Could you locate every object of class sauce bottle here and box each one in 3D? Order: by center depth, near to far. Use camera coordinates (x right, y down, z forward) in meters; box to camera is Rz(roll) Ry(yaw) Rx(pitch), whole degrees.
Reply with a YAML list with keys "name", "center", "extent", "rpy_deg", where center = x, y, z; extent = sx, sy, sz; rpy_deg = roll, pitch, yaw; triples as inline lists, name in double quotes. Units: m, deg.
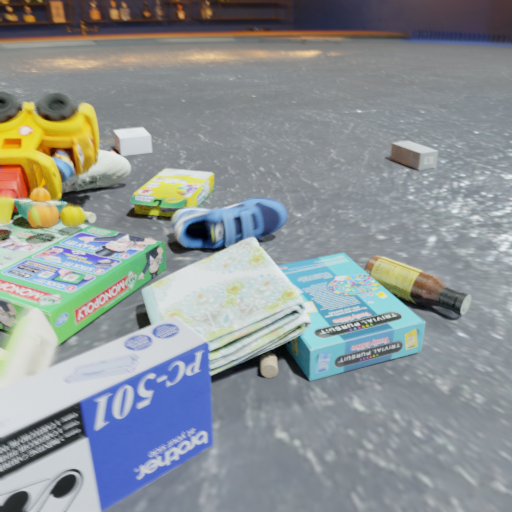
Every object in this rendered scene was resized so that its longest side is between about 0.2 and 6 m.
- name: "sauce bottle"
  center: [2.377, 0.456, 8.362]
  extent: [0.523, 0.523, 1.585]
  rpy_deg: [-23, 35, -39]

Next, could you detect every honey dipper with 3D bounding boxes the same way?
- name: "honey dipper"
  center: [0.150, 1.166, 7.278]
  extent: [0.214, 0.214, 1.127]
  rpy_deg: [0, 25, -1]

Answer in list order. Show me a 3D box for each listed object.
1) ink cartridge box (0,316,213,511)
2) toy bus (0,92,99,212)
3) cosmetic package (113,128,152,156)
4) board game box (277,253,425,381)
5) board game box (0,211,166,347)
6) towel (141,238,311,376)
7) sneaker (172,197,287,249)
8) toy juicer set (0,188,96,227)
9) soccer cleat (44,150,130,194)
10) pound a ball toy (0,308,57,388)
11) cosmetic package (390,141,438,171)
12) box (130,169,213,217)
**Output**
- name: "ink cartridge box"
  center: [-1.721, 1.695, 4.907]
  extent: [2.868, 1.348, 0.634]
  rpy_deg: [-20, 33, -36]
- name: "toy bus"
  center: [-4.243, -1.726, 10.432]
  extent: [2.466, 1.673, 2.367]
  rpy_deg: [-3, 51, -11]
- name: "cosmetic package"
  center: [-3.443, -3.179, 15.606]
  extent: [0.865, 0.534, 0.868]
  rpy_deg: [-11, 28, -20]
- name: "board game box"
  center: [1.007, 0.737, 7.771]
  extent: [1.610, 0.500, 2.133]
  rpy_deg: [-10, 29, -18]
- name: "board game box"
  center: [-3.769, 0.111, 8.954]
  extent: [3.841, 0.559, 2.584]
  rpy_deg: [12, 29, 23]
- name: "towel"
  center: [-0.489, 0.662, 7.396]
  extent: [1.859, 0.523, 2.172]
  rpy_deg: [-23, 32, -9]
- name: "sneaker"
  center: [-0.472, -0.524, 10.006]
  extent: [2.106, 0.779, 0.866]
  rpy_deg: [-10, 19, 0]
- name: "toy juicer set"
  center: [-3.468, -0.847, 9.570]
  extent: [1.345, 0.575, 2.114]
  rpy_deg: [6, 7, 10]
- name: "soccer cleat"
  center: [-4.253, -1.735, 12.298]
  extent: [2.951, 1.022, 1.144]
  rpy_deg: [-2, 46, -18]
- name: "pound a ball toy"
  center: [-2.950, 1.390, 5.978]
  extent: [1.302, 0.848, 1.996]
  rpy_deg: [-11, 36, 4]
- name: "cosmetic package"
  center: [4.079, -2.617, 14.550]
  extent: [0.611, 0.516, 1.143]
  rpy_deg: [-12, 26, -23]
- name: "box"
  center: [-1.751, -1.317, 11.943]
  extent: [1.209, 0.498, 2.061]
  rpy_deg: [7, 25, 12]
